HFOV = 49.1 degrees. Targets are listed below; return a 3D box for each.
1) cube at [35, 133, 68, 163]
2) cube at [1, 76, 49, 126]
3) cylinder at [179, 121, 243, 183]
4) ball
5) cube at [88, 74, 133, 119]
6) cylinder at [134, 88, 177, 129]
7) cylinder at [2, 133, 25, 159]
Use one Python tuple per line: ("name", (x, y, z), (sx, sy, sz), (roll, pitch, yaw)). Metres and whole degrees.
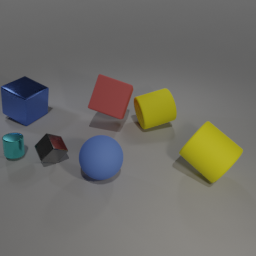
("cube", (-2.627, 0.707, 9.608), (0.700, 0.700, 0.700), (19, 33, -56))
("cube", (-4.483, -1.199, 12.260), (1.400, 1.400, 1.400), (26, 38, 15))
("cylinder", (2.582, 0.742, 8.812), (1.400, 1.400, 1.400), (42, 45, 13))
("ball", (-0.845, 0.925, 8.848), (1.400, 1.400, 1.400), (0, 31, 0))
("cube", (-0.663, -1.232, 11.434), (1.400, 1.400, 1.400), (19, 3, 1))
("cylinder", (1.110, -0.798, 11.661), (1.400, 1.400, 1.400), (-17, 34, -9))
("cylinder", (-4.059, 0.620, 9.947), (0.700, 0.700, 0.700), (5, 25, -2))
